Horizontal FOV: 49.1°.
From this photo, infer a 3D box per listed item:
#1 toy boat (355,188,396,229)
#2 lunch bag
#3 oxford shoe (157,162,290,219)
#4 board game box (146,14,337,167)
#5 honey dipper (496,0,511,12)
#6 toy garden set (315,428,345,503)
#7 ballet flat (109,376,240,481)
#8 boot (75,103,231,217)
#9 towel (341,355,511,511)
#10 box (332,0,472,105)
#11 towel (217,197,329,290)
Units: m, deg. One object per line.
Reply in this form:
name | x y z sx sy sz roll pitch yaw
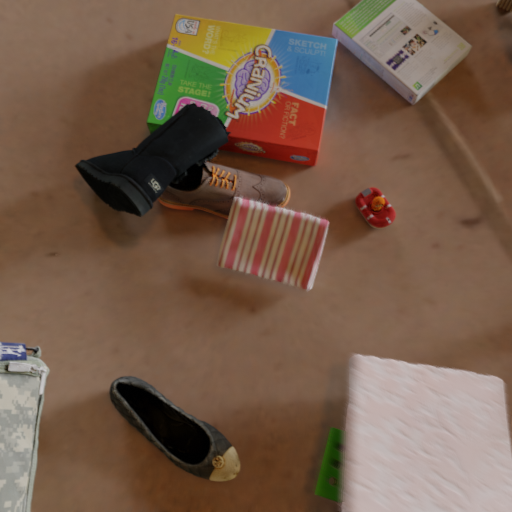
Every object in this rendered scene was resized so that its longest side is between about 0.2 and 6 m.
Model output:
toy boat | 1.928 -0.794 8.930 0.466 0.466 0.713 -31 77 -8
lunch bag | -4.150 2.668 7.211 2.566 2.132 3.060 5 75 -17
oxford shoe | -0.559 -1.059 8.826 2.204 0.803 0.786 1 74 0
board game box | -0.195 -2.808 9.436 2.824 0.570 2.161 9 75 3
honey dipper | 4.982 -4.362 10.044 1.314 0.249 0.249 24 76 6
toy garden set | 1.819 3.553 7.741 2.101 0.419 1.751 16 70 3
ballet flat | -1.202 2.486 7.932 2.208 0.627 0.734 32 77 8
boot | -1.592 -1.534 8.593 1.875 0.852 2.232 -44 35 -18
towel | 2.329 2.618 7.609 2.402 0.387 2.294 11 62 -9
box | 2.530 -3.784 9.832 1.441 0.363 1.997 -42 80 -11
towel | 0.242 -0.190 8.597 1.544 0.231 1.130 15 96 4
